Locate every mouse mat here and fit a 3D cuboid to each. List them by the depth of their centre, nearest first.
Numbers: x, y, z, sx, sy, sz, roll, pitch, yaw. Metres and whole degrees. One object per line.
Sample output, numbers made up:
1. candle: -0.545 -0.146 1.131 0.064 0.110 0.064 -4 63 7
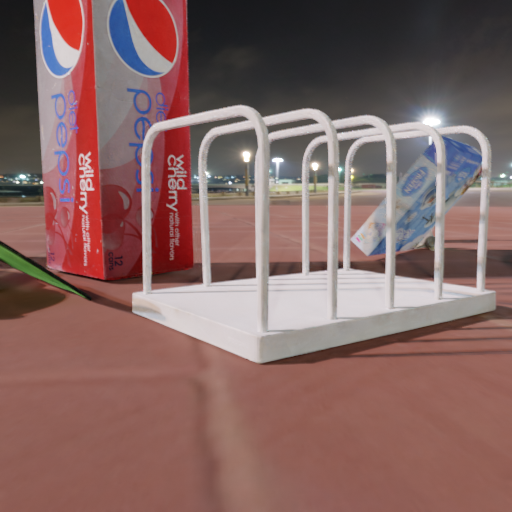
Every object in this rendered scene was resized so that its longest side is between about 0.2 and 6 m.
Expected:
1. mouse mat: -3.035 -0.310 5.586 2.696 0.101 2.169 12 -22 43

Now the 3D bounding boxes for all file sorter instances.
1. file sorter: 0.516 -0.304 4.828 2.656 1.654 1.843 -5 8 -36

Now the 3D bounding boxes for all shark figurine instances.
1. shark figurine: 3.148 -0.375 10.741 0.719 0.502 1.203 -2 9 -33

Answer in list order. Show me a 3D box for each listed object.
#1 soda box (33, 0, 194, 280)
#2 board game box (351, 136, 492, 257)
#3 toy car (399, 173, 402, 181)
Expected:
1. soda box: -1.809 -1.972 7.152 1.542 4.403 1.396 6 10 44
2. board game box: 2.759 -0.924 9.203 0.454 2.081 2.091 49 29 22
3. toy car: 3.191 -1.219 12.186 0.847 1.073 0.882 -1 -18 8
